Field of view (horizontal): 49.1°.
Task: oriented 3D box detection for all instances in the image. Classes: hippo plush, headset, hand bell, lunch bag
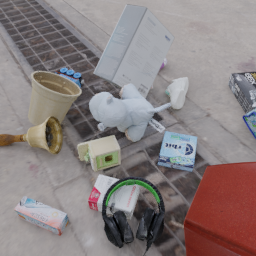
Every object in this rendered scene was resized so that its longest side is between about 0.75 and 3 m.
[{"bbox_3d":[-0.250,-0.334,9.406,1.947,1.929,2.422,-9,32,-36],"label":"hippo plush"},{"bbox_3d":[0.193,2.566,7.250,1.700,1.294,2.754,-4,63,-5],"label":"headset"},{"bbox_3d":[-3.740,0.340,9.824,2.541,1.323,1.323,-4,44,11],"label":"hand bell"},{"bbox_3d":[5.234,-0.078,9.873,1.480,1.109,1.741,-27,85,-8],"label":"lunch bag"}]

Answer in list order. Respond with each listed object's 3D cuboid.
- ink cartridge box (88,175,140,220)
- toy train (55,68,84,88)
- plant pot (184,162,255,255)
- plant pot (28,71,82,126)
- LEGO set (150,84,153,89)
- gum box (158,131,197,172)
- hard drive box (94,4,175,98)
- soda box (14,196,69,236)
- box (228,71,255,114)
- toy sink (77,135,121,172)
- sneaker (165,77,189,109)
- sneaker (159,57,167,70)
[{"bbox_3d":[-0.389,2.041,8.318,1.315,0.548,0.955,12,46,12],"label":"ink cartridge box"},{"bbox_3d":[-2.676,-2.162,12.484,1.461,0.633,0.835,24,56,22],"label":"toy train"},{"bbox_3d":[2.814,2.411,6.659,2.441,2.770,2.767,12,45,29],"label":"plant pot"},{"bbox_3d":[-2.847,-0.925,10.263,1.818,1.664,1.818,22,24,-10],"label":"plant pot"},{"bbox_3d":[0.457,-2.315,12.931,1.198,0.394,1.604,-4,57,-4],"label":"LEGO set"},{"bbox_3d":[1.744,0.783,9.747,1.172,0.307,1.379,10,46,10],"label":"gum box"},{"bbox_3d":[0.312,-2.834,10.840,1.096,2.224,2.854,30,94,39],"label":"hard drive box"},{"bbox_3d":[-2.434,2.480,7.942,1.482,0.471,0.507,17,48,15],"label":"soda box"},{"bbox_3d":[5.637,-1.391,11.665,2.024,0.639,2.566,-5,46,-4],"label":"box"},{"bbox_3d":[-0.940,0.895,9.265,1.284,0.837,0.720,-13,47,-14],"label":"toy sink"},{"bbox_3d":[1.956,-1.455,11.819,0.881,0.749,1.992,4,39,23],"label":"sneaker"},{"bbox_3d":[0.972,-3.488,13.799,2.068,0.750,1.179,36,49,21],"label":"sneaker"}]
